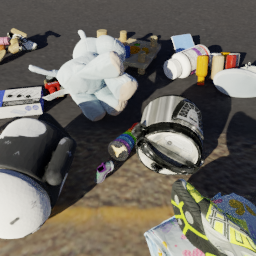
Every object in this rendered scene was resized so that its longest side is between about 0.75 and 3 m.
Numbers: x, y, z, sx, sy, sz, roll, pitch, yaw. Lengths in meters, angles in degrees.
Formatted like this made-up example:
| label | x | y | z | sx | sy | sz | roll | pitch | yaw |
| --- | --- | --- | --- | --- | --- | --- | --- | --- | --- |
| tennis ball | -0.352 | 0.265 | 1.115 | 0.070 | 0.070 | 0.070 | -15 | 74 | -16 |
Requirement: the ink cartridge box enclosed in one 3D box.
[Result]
| label | x | y | z | sx | sy | sz | roll | pitch | yaw |
| --- | --- | --- | --- | --- | --- | --- | --- | --- | --- |
| ink cartridge box | -4.001 | -0.822 | 9.398 | 2.203 | 0.487 | 1.036 | -7 | 41 | -8 |

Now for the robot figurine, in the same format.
| label | x | y | z | sx | sy | sz | roll | pitch | yaw |
| --- | --- | --- | --- | --- | --- | --- | --- | --- | --- |
| robot figurine | -2.300 | 0.993 | 6.383 | 1.838 | 2.213 | 2.945 | 18 | 41 | -5 |

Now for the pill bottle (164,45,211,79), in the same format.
| label | x | y | z | sx | sy | sz | roll | pitch | yaw |
| --- | --- | --- | --- | --- | --- | --- | --- | --- | --- |
| pill bottle | 2.294 | -2.545 | 10.968 | 1.782 | 0.993 | 0.993 | -27 | 48 | -26 |

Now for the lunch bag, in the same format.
| label | x | y | z | sx | sy | sz | roll | pitch | yaw |
| --- | --- | --- | --- | --- | --- | --- | --- | --- | --- |
| lunch bag | 1.689 | 2.513 | 4.866 | 2.058 | 1.543 | 2.426 | -19 | 55 | -18 |

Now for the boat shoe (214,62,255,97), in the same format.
| label | x | y | z | sx | sy | sz | roll | pitch | yaw |
| --- | --- | --- | --- | --- | --- | --- | --- | --- | --- |
| boat shoe | 4.458 | -1.860 | 10.152 | 2.877 | 1.063 | 1.227 | 2 | 41 | -1 |

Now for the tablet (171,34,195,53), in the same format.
| label | x | y | z | sx | sy | sz | roll | pitch | yaw |
| --- | --- | --- | --- | --- | --- | --- | --- | --- | --- |
| tablet | 2.529 | -3.659 | 12.567 | 0.909 | 0.095 | 1.397 | -9 | 61 | -2 |

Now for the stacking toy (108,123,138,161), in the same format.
| label | x | y | z | sx | sy | sz | roll | pitch | yaw |
| --- | --- | --- | --- | --- | --- | --- | --- | --- | --- |
| stacking toy | 0.027 | 0.312 | 8.122 | 0.617 | 0.617 | 1.445 | 19 | 38 | 20 |

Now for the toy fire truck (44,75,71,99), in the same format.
| label | x | y | z | sx | sy | sz | roll | pitch | yaw |
| --- | --- | --- | --- | --- | --- | --- | --- | --- | --- |
| toy fire truck | -2.289 | -1.376 | 9.884 | 1.155 | 0.844 | 1.313 | -13 | 54 | -15 |

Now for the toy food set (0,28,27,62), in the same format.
| label | x | y | z | sx | sy | sz | roll | pitch | yaw |
| --- | --- | --- | --- | --- | --- | --- | --- | --- | --- |
| toy food set | -5.525 | -3.410 | 12.256 | 1.497 | 0.371 | 2.355 | 30 | 66 | 28 |

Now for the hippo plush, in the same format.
| label | x | y | z | sx | sy | sz | roll | pitch | yaw |
| --- | --- | --- | --- | --- | --- | --- | --- | --- | --- |
| hippo plush | -1.085 | -1.747 | 9.026 | 2.876 | 2.291 | 2.313 | -5 | 42 | 9 |

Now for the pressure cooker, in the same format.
| label | x | y | z | sx | sy | sz | roll | pitch | yaw |
| --- | --- | --- | --- | --- | --- | --- | --- | --- | --- |
| pressure cooker | 1.100 | 0.292 | 7.260 | 1.710 | 1.737 | 1.944 | -3 | 39 | 18 |

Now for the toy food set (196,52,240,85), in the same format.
| label | x | y | z | sx | sy | sz | roll | pitch | yaw |
| --- | --- | --- | --- | --- | --- | --- | --- | --- | --- |
| toy food set | 3.619 | -2.347 | 11.017 | 1.149 | 1.083 | 2.407 | 14 | 23 | 35 |

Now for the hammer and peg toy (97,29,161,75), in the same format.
| label | x | y | z | sx | sy | sz | roll | pitch | yaw |
| --- | --- | --- | --- | --- | --- | --- | --- | --- | --- |
| hammer and peg toy | -0.237 | -3.239 | 11.787 | 2.806 | 0.989 | 2.064 | 15 | 45 | 17 |

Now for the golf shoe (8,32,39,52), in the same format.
| label | x | y | z | sx | sy | sz | roll | pitch | yaw |
| --- | --- | --- | --- | --- | --- | --- | --- | --- | --- |
| golf shoe | -4.866 | -3.973 | 12.804 | 1.558 | 0.736 | 0.606 | 12 | 42 | 11 |

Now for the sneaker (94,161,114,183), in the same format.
| label | x | y | z | sx | sy | sz | roll | pitch | yaw |
| --- | --- | --- | --- | --- | --- | --- | --- | --- | --- |
| sneaker | -0.696 | 1.083 | 6.929 | 0.361 | 0.824 | 0.307 | 6 | 43 | -42 |

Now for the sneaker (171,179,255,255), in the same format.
| label | x | y | z | sx | sy | sz | roll | pitch | yaw |
| --- | --- | --- | --- | --- | --- | --- | --- | --- | --- |
| sneaker | 1.392 | 1.588 | 4.389 | 0.751 | 0.741 | 1.965 | -20 | 53 | -22 |
